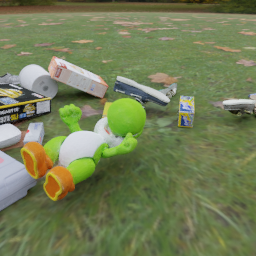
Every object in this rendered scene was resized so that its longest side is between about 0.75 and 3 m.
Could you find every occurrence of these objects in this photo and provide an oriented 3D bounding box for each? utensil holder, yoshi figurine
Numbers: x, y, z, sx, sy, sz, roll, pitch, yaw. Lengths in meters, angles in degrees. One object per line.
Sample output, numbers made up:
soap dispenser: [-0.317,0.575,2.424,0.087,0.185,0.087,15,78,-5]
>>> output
utensil holder: [-3.197,-1.609,10.060,1.049,1.049,1.235,-18,35,-32]
yoshi figurine: [-0.593,0.145,5.453,1.475,1.480,2.634,-7,18,47]

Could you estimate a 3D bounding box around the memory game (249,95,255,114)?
memory game: [5.194,-0.600,8.877,2.696,0.172,2.696,1,29,-1]

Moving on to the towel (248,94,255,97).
towel: [4.896,-1.035,9.912,0.746,0.121,1.015,-10,28,-21]

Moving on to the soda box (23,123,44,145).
soda box: [-2.397,0.225,7.186,0.355,0.330,1.039,-4,27,-7]

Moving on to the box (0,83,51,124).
box: [-3.891,-0.832,8.810,2.347,0.579,1.874,21,28,35]

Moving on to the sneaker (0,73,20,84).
sneaker: [-4.807,-2.034,11.470,1.183,0.485,0.442,-18,32,-32]

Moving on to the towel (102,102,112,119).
towel: [-0.436,-0.459,8.792,0.672,0.141,1.562,5,26,-2]

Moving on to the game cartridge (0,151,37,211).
game cartridge: [-3.455,0.959,5.567,2.836,0.580,1.888,19,36,33]

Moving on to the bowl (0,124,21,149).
bowl: [-3.229,0.255,7.144,0.861,0.322,0.862,-23,34,-38]

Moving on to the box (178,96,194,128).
box: [1.765,-0.522,8.488,0.442,0.482,1.375,5,27,9]

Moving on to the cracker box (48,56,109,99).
cracker box: [-1.798,-1.822,10.056,1.950,0.563,1.306,19,17,-29]

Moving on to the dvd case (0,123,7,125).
dvd case: [-4.497,-0.076,7.983,1.672,0.147,1.193,-23,33,-37]

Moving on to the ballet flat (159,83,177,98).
ballet flat: [1.498,-1.280,10.209,1.238,0.417,0.394,-27,65,-41]

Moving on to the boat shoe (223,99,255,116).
boat shoe: [3.240,-0.579,8.130,1.557,0.465,0.556,-7,15,-43]

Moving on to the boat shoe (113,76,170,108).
boat shoe: [0.393,-1.062,8.930,1.895,0.586,0.710,24,17,10]
